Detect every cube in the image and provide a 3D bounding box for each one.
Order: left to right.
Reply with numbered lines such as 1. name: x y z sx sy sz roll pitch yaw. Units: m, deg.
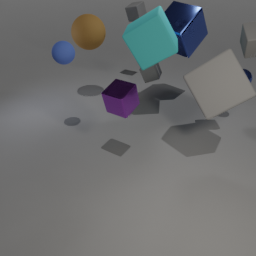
1. cube: -0.190 -0.809 7.643 0.700 0.700 0.700 20 54 30
2. cube: 0.394 -5.611 13.493 0.700 0.700 0.700 9 44 36
3. cube: 1.009 -2.507 12.340 0.700 0.700 0.700 -12 30 26
4. cube: 0.820 -3.152 9.817 1.400 1.400 1.400 -24 28 23
5. cube: 2.128 -3.935 11.209 1.400 1.400 1.400 33 82 35
6. cube: 2.600 -1.216 7.966 1.400 1.400 1.400 -29 -2 22
7. cube: 3.576 -2.473 7.788 0.700 0.700 0.700 -6 60 11

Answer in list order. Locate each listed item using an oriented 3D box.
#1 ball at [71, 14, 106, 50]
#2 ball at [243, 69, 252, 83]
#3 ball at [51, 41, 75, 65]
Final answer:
1. ball: -1.611 -3.914 11.446 1.400 1.400 1.400 0 30 0
2. ball: 4.225 -1.837 10.372 0.700 0.700 0.700 0 30 0
3. ball: -1.961 -2.282 8.498 0.700 0.700 0.700 0 30 0
